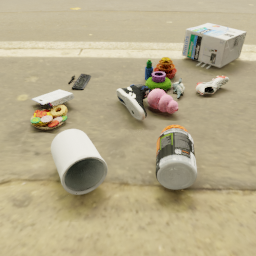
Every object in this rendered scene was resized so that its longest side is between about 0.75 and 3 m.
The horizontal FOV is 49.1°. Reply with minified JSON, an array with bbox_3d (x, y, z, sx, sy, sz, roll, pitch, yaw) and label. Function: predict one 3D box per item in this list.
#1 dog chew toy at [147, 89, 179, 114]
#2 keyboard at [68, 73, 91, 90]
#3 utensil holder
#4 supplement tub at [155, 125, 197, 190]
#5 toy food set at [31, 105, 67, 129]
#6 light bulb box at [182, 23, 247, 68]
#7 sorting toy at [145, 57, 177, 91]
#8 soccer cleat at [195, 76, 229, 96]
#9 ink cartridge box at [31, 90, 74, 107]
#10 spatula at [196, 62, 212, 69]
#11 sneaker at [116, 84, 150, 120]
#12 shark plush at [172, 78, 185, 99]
[{"bbox_3d":[1.566,-1.113,12.271,1.447,0.901,0.901,33,47,26],"label":"dog chew toy"},{"bbox_3d":[-2.604,-2.462,14.646,1.043,0.169,1.642,5,36,7],"label":"keyboard"},{"bbox_3d":[-1.602,1.010,8.894,1.429,1.429,1.681,-15,36,-20],"label":"utensil holder"},{"bbox_3d":[1.553,0.874,9.172,1.259,1.259,2.055,4,37,5],"label":"supplement tub"},{"bbox_3d":[-3.296,-0.447,11.720,1.525,0.371,1.510,-4,37,-6],"label":"toy food set"},{"bbox_3d":[5.125,-5.043,16.800,2.658,1.659,2.635,29,42,33],"label":"light bulb box"},{"bbox_3d":[1.633,-2.961,14.492,1.583,1.081,2.634,10,36,16],"label":"sorting toy"},{"bbox_3d":[4.206,-2.040,13.740,1.852,0.635,0.789,-15,47,-14],"label":"soccer cleat"},{"bbox_3d":[-3.413,-1.311,12.684,1.479,0.320,1.452,-27,29,-29],"label":"ink cartridge box"},{"bbox_3d":[4.606,-3.782,16.456,0.888,0.103,1.276,25,40,27],"label":"spatula"},{"bbox_3d":[0.541,-1.315,12.325,1.363,0.890,2.436,-23,40,-15],"label":"sneaker"},{"bbox_3d":[2.469,-1.794,13.702,0.576,0.628,1.382,-14,50,20],"label":"shark plush"}]
